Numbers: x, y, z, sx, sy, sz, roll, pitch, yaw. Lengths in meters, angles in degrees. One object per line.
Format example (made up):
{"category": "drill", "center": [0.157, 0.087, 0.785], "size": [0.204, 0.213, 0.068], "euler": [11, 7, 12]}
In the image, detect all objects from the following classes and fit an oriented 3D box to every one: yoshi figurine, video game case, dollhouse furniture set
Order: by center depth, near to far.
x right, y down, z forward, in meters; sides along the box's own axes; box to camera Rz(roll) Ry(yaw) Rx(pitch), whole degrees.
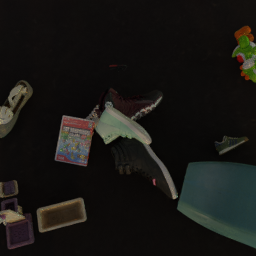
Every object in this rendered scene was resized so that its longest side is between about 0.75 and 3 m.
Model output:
{"category": "dollhouse furniture set", "center": [-2.903, 2.345, 8.949], "size": [2.761, 1.959, 2.188], "euler": [-13, 66, -6]}
{"category": "video game case", "center": [-1.987, 0.469, 10.453], "size": [1.221, 0.149, 1.708], "euler": [10, 90, 4]}
{"category": "yoshi figurine", "center": [5.426, -3.141, 11.891], "size": [1.355, 1.350, 2.412], "euler": [-3, 68, -9]}

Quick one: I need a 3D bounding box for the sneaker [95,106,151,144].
{"category": "sneaker", "center": [-0.203, 0.234, 9.997], "size": [1.993, 0.734, 1.176], "euler": [35, 105, 4]}

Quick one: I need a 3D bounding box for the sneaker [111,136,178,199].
{"category": "sneaker", "center": [0.445, 1.509, 9.896], "size": [1.460, 1.041, 2.943], "euler": [-29, 63, -12]}

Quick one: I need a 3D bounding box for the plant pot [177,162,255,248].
{"category": "plant pot", "center": [3.213, 2.305, 9.009], "size": [2.984, 2.109, 2.108], "euler": [14, 66, 14]}

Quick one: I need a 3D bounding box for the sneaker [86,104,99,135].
{"category": "sneaker", "center": [-1.212, -0.393, 11.034], "size": [0.678, 0.628, 1.672], "euler": [38, 72, 0]}

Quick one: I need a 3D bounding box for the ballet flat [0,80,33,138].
{"category": "ballet flat", "center": [-4.664, -0.828, 11.061], "size": [0.845, 0.799, 2.508], "euler": [20, 67, 9]}

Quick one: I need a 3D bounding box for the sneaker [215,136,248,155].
{"category": "sneaker", "center": [3.889, 0.508, 10.636], "size": [1.281, 0.430, 0.575], "euler": [-26, 73, -8]}

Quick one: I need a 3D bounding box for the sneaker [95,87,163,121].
{"category": "sneaker", "center": [-0.030, -1.073, 10.670], "size": [2.793, 1.057, 1.613], "euler": [-36, 108, -15]}

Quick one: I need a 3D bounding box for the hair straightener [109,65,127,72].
{"category": "hair straightener", "center": [-0.407, -2.569, 12.019], "size": [0.772, 0.297, 0.158], "euler": [-3, 32, 12]}
